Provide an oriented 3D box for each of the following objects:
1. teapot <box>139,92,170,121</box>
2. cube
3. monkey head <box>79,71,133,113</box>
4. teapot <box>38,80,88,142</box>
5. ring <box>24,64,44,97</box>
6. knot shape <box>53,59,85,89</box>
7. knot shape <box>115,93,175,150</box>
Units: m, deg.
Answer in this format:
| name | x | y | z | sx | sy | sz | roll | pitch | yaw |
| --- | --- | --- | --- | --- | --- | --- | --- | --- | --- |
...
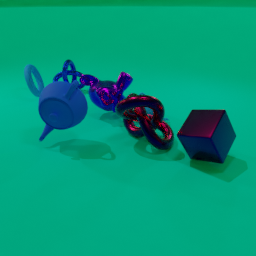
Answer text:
| name | x | y | z | sx | sy | sz | roll | pitch | yaw |
| --- | --- | --- | --- | --- | --- | --- | --- | --- | --- |
| teapot | 0.734 | -0.547 | 8.399 | 0.649 | 1.325 | 0.824 | -37 | 25 | 14 |
| cube | 1.798 | 0.171 | 6.384 | 0.866 | 0.866 | 0.866 | 4 | 49 | 46 |
| monkey head | -0.511 | -1.184 | 8.740 | 1.913 | 1.376 | 1.153 | 29 | 8 | -35 |
| teapot | -1.686 | -0.437 | 6.908 | 1.235 | 1.987 | 0.973 | 33 | 33 | -10 |
| ring | -3.362 | -1.697 | 10.093 | 0.244 | 1.218 | 1.218 | -16 | 25 | 5 |
| knot shape | -2.346 | -1.901 | 10.956 | 1.241 | 1.326 | 0.613 | -42 | 32 | -21 |
| knot shape | 0.502 | -0.146 | 7.211 | 0.854 | 1.729 | 1.848 | -48 | 1 | -10 |
